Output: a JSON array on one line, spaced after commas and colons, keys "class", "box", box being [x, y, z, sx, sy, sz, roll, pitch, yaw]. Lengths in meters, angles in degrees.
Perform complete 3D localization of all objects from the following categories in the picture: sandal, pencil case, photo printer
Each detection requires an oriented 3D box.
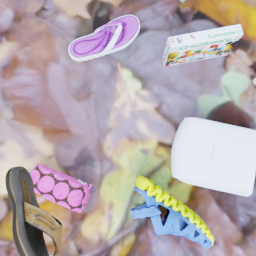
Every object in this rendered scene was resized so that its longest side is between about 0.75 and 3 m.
[{"class": "sandal", "box": [-1.834, 1.983, 5.899, 0.805, 1.206, 2.951, -24, 53, -7]}, {"class": "sandal", "box": [-0.726, -2.960, 9.176, 2.610, 0.641, 1.062, -31, 81, -6]}, {"class": "pencil case", "box": [-2.020, 1.697, 8.217, 1.919, 0.871, 0.899, 21, 112, 3]}, {"class": "photo printer", "box": [2.532, 0.787, 8.362, 2.428, 0.843, 2.020, 13, 80, 2]}, {"class": "sandal", "box": [1.145, 2.566, 8.004, 2.725, 1.083, 1.186, 34, 86, 14]}]

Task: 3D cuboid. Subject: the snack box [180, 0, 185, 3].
[{"class": "snack box", "box": [2.210, -4.850, 9.472, 1.065, 0.757, 0.282, -44, 88, -8]}]

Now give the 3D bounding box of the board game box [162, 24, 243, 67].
[{"class": "board game box", "box": [2.237, -2.530, 8.718, 2.189, 1.382, 0.379, -11, 79, -2]}]

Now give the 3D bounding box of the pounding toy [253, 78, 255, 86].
[{"class": "pounding toy", "box": [5.092, -0.698, 8.749, 2.646, 1.518, 1.513, 47, 111, 17]}]
